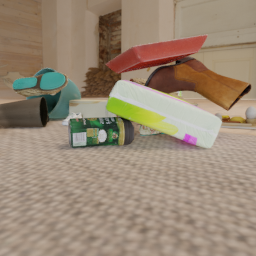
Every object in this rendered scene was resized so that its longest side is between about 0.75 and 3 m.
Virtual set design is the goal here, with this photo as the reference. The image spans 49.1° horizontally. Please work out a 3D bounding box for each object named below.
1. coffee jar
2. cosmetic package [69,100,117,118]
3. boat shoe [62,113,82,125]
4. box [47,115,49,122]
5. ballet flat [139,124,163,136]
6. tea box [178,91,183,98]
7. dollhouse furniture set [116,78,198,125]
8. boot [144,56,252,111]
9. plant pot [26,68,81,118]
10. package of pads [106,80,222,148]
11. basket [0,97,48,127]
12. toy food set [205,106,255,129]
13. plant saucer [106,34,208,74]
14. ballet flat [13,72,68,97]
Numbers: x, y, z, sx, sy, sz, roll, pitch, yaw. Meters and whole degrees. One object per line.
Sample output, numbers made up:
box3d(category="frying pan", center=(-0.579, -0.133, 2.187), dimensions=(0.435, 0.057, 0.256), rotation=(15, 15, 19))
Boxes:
box3d(category="coffee jar", center=(-0.728, 0.093, 7.632), dimensions=(1.745, 0.744, 0.910), rotation=(-2, 14, -15))
box3d(category="cosmetic package", center=(-1.350, -0.843, 13.503), dimensions=(2.835, 1.008, 1.491), rotation=(5, 9, 34))
box3d(category="boat shoe", center=(-2.471, -0.422, 12.311), dimensions=(0.553, 0.502, 1.503), rotation=(2, 8, 11))
box3d(category="box", center=(-4.619, -0.409, 12.796), dimensions=(1.259, 0.348, 1.572), rotation=(6, 10, 40))
box3d(category="ballet flat", center=(0.998, -0.014, 9.575), dimensions=(1.423, 0.455, 0.538), rotation=(-5, 11, -34))
box3d(category="tea box", center=(1.779, -1.601, 16.362), dimensions=(2.311, 1.544, 2.274), rotation=(-1, 7, 31))
box3d(category="dollhouse furniture set", center=(1.200, -0.775, 11.950), dimensions=(2.569, 1.810, 1.800), rotation=(33, 24, 26))
box3d(category="boot", center=(2.173, -1.188, 9.219), dimensions=(2.578, 0.938, 2.739), rotation=(-31, 51, -27))
box3d(category="plant pot", center=(-3.652, -1.613, 14.574), dimensions=(2.481, 2.481, 1.991), rotation=(5, -5, 32))
box3d(category="package of pads", center=(0.969, -0.516, 8.138), dimensions=(2.938, 1.002, 2.269), rotation=(22, 9, 0))
box3d(category="basket", center=(-4.230, -0.573, 11.290), dimensions=(1.683, 1.144, 1.517), rotation=(-6, 34, -4))
box3d(category="toy food set", center=(4.392, -0.534, 11.793), dimensions=(2.849, 0.861, 2.045), rotation=(4, 9, 29))
box3d(category="plant saucer", center=(0.843, -2.280, 8.986), dimensions=(2.527, 0.464, 2.523), rotation=(-16, 7, -21))
box3d(category="ballet flat", center=(-3.539, -1.773, 11.803), dimensions=(2.721, 0.960, 0.888), rotation=(1, -22, 22))
